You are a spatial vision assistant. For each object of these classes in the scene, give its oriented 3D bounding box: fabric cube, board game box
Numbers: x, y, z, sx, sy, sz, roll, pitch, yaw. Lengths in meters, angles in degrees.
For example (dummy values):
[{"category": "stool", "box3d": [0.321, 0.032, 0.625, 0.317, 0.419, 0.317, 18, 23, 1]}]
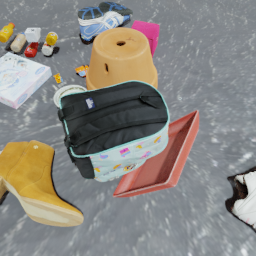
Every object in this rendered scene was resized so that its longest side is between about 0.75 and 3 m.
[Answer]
[{"category": "fabric cube", "box3d": [0.549, -3.153, 10.094, 0.946, 0.928, 0.943, 13, 52, 9]}, {"category": "board game box", "box3d": [-3.784, -1.607, 9.167, 1.805, 0.393, 1.813, 22, 54, 17]}]

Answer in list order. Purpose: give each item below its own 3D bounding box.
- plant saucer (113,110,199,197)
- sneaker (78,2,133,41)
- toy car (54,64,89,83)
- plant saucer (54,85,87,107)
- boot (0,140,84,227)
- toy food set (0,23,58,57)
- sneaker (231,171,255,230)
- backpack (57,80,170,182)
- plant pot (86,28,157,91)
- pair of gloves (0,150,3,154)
[{"category": "plant saucer", "box3d": [0.721, 0.720, 6.516, 0.381, 2.075, 2.071, 41, 54, -13]}, {"category": "sneaker", "box3d": [-0.881, -4.168, 10.851, 1.022, 1.040, 2.699, 37, 47, 27]}, {"category": "toy car", "box3d": [-1.838, -1.783, 9.470, 1.190, 0.583, 0.396, -20, 96, 5]}, {"category": "plant saucer", "box3d": [-1.727, -0.878, 8.654, 1.080, 0.271, 1.080, 0, 50, 0]}, {"category": "boot", "box3d": [-2.044, 1.163, 6.624, 2.552, 0.898, 1.827, 15, 43, 2]}, {"category": "toy food set", "box3d": [-3.433, -3.230, 10.091, 2.084, 0.995, 0.938, 1, 50, 8]}, {"category": "sneaker", "box3d": [3.154, 1.252, 6.550, 1.138, 0.893, 2.291, 27, 55, 24]}, {"category": "backpack", "box3d": [-0.218, 0.008, 6.859, 2.442, 1.872, 2.147, -22, 50, -3]}, {"category": "plant pot", "box3d": [-0.214, -1.954, 8.661, 2.337, 1.636, 2.337, -1, 51, 1]}, {"category": "pair of gloves", "box3d": [-3.511, 1.053, 7.115, 1.222, 0.214, 1.039, -12, 52, -9]}]
